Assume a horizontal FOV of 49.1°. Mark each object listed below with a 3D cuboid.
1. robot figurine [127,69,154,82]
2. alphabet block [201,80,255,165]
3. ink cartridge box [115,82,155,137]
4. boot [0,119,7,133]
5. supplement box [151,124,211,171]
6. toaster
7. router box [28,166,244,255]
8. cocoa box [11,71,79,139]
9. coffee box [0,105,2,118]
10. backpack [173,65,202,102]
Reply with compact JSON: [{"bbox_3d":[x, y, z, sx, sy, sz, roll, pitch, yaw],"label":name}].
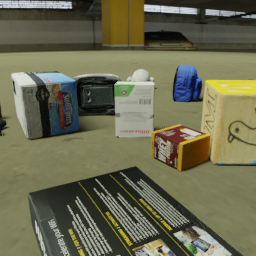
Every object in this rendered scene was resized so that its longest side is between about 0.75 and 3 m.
[{"bbox_3d":[0.765,-2.901,16.769,1.626,1.083,1.917,-2,19,8],"label":"robot figurine"},{"bbox_3d":[3.180,-0.234,7.871,1.905,1.951,1.916,-1,20,1],"label":"alphabet block"},{"bbox_3d":[0.223,-0.623,9.318,1.281,1.755,0.738,1,16,2],"label":"ink cartridge box"},{"bbox_3d":[-4.559,-0.084,9.789,0.999,0.382,0.840,0,21,25],"label":"boot"},{"bbox_3d":[1.411,0.492,7.627,1.116,0.751,1.132,-14,24,-35],"label":"supplement box"},{"bbox_3d":[-1.263,-1.547,12.100,2.874,1.633,1.856,-4,17,-1],"label":"toaster"},{"bbox_3d":[-0.111,1.685,4.231,2.197,0.752,2.946,-10,22,-26],"label":"router box"},{"bbox_3d":[-3.046,-0.992,10.181,1.799,1.829,2.742,-10,22,-25],"label":"cocoa box"},{"bbox_3d":[-6.084,-0.688,11.013,1.835,0.732,1.037,6,20,16],"label":"coffee box"},{"bbox_3d":[2.995,-2.280,14.057,1.431,1.706,1.386,4,19,11],"label":"backpack"}]
